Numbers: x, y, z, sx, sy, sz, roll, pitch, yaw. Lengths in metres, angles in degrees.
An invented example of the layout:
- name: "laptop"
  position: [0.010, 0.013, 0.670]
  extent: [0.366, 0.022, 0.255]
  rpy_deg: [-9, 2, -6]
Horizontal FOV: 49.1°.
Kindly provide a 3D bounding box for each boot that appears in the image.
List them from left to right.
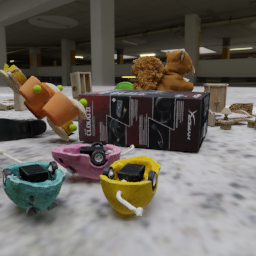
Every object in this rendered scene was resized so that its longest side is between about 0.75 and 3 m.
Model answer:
- name: "boot"
  position: [-2.871, -0.013, 7.262]
  extent: [1.548, 0.536, 1.348]
  rpy_deg: [-1, 4, -27]

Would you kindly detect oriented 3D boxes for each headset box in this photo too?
- name: "headset box"
  position: [0.369, -0.329, 6.871]
  extent: [3.000, 1.158, 2.232]
  rpy_deg: [6, 12, 20]

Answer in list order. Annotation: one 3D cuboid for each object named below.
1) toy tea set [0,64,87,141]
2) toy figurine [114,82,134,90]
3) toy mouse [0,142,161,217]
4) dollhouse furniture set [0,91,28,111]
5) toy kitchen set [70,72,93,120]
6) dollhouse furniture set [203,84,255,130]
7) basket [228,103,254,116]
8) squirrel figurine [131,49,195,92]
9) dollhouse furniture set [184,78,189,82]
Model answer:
- name: "toy tea set"
  position: [-1.738, -0.711, 6.579]
  extent: [1.052, 1.690, 2.843]
  rpy_deg: [-44, 50, -17]
- name: "toy figurine"
  position: [-0.656, -1.174, 11.366]
  extent: [1.710, 1.284, 1.574]
  rpy_deg: [-1, 10, 29]
- name: "toy mouse"
  position: [-0.713, 0.600, 3.591]
  extent: [2.260, 0.492, 2.543]
  rpy_deg: [3, 10, 13]
- name: "dollhouse furniture set"
  position: [-5.848, -1.422, 13.033]
  extent: [2.501, 1.107, 1.296]
  rpy_deg: [1, 10, 10]
- name: "toy kitchen set"
  position: [-1.438, -1.187, 10.041]
  extent: [1.877, 1.693, 1.531]
  rpy_deg: [3, 11, 40]
- name: "dollhouse furniture set"
  position: [3.141, -0.730, 8.843]
  extent: [1.447, 1.235, 2.791]
  rpy_deg: [-2, 11, -15]
- name: "basket"
  position: [3.957, -0.627, 9.999]
  extent: [0.839, 0.625, 0.599]
  rpy_deg: [-3, 11, -11]
- name: "squirrel figurine"
  position: [1.393, -1.944, 10.688]
  extent: [2.513, 2.345, 1.778]
  rpy_deg: [15, 9, -21]
- name: "dollhouse furniture set"
  position: [2.189, -1.620, 12.115]
  extent: [0.565, 1.090, 0.482]
  rpy_deg: [25, 46, 17]
